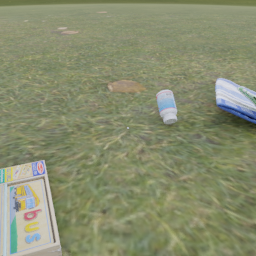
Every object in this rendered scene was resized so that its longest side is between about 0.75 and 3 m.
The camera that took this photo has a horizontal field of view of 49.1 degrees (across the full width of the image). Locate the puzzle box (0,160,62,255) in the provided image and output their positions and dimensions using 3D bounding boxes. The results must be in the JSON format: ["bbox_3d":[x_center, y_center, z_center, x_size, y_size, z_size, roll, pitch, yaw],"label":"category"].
[{"bbox_3d":[-2.314,1.600,5.416,1.706,0.326,2.564,-10,30,-18],"label":"puzzle box"}]

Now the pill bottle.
[{"bbox_3d":[1.228,-0.648,8.763,0.537,0.537,0.988,-5,67,-9],"label":"pill bottle"}]

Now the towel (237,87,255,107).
[{"bbox_3d":[3.813,-0.769,8.343,1.051,0.161,1.377,39,18,-12],"label":"towel"}]

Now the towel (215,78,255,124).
[{"bbox_3d":[3.845,-0.912,9.340,1.921,0.311,2.616,24,30,5],"label":"towel"}]
